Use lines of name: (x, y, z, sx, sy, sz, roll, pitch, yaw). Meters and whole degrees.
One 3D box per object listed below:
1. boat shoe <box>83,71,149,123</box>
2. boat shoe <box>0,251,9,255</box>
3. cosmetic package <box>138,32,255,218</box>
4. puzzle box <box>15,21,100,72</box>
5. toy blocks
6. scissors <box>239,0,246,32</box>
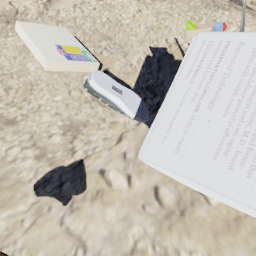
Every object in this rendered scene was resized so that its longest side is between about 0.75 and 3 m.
boat shoe: (-0.206, -0.552, 5.392, 1.439, 0.407, 0.494, 36, 50, -21)
boat shoe: (-1.369, 1.982, 3.168, 0.609, 0.610, 1.649, -41, 24, -26)
cosmetic package: (1.748, 0.162, 3.352, 2.214, 1.853, 1.842, 20, 81, 45)
puzzle box: (-1.917, -2.176, 7.454, 1.473, 0.281, 2.214, -7, 44, -39)
toy blocks: (1.474, -1.357, 4.860, 0.767, 1.122, 0.561, 6, 38, 31)
scissors: (2.201, -1.442, 5.426, 0.729, 1.992, 0.139, -8, 34, -20)
